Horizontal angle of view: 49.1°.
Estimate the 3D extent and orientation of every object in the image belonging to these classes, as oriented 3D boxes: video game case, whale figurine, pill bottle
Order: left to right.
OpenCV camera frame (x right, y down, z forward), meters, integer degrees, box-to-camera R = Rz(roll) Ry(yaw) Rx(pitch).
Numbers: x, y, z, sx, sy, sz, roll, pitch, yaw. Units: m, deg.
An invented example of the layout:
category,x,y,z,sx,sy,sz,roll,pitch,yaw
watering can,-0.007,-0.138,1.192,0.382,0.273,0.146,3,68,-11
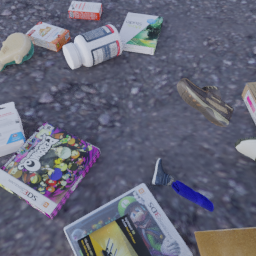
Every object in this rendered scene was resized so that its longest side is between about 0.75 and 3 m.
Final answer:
category,x,y,z,sx,sy,sz,roll,pitch,yaw
whale figurine,-5.292,-3.423,13.049,2.048,1.062,1.629,-44,67,0
video game case,-2.773,1.317,9.785,2.540,0.502,2.803,26,58,17
pill bottle,-1.622,-3.635,12.749,2.439,1.458,1.458,-26,58,-18
video game case,-0.038,3.419,8.371,2.949,0.344,2.681,-26,58,-17

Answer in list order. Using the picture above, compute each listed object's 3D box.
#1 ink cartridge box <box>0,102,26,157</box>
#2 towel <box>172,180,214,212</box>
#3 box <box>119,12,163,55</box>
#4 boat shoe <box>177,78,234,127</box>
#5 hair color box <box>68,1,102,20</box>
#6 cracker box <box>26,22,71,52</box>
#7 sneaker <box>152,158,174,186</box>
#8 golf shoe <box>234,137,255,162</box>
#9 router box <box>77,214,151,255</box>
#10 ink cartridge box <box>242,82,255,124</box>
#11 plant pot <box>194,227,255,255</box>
category,x,y,z,sx,sy,sz,roll,pitch,yaw
ink cartridge box,-4.615,0.021,10.621,1.125,0.648,1.942,-18,56,-13
towel,1.661,1.714,7.178,1.030,0.761,0.255,29,91,-9
box,0.618,-4.841,14.220,1.933,0.487,2.679,10,56,8
boat shoe,2.648,-0.991,9.482,0.893,2.437,0.908,-56,26,-4
hair color box,-2.317,-6.425,15.337,1.664,0.532,0.923,7,55,3
cracker box,-3.983,-4.590,14.015,1.809,0.522,1.212,20,57,15
sneaker,1.264,1.533,9.670,0.702,0.369,0.971,6,63,17
golf shoe,4.957,1.118,9.666,2.601,1.004,1.146,20,64,15
router box,-0.217,3.672,7.638,1.636,0.543,2.081,-24,58,-17
ink cartridge box,5.843,-0.854,11.140,1.808,0.824,2.195,-6,55,-3
plant pot,3.198,3.943,6.833,2.704,2.704,2.901,-3,68,-2
